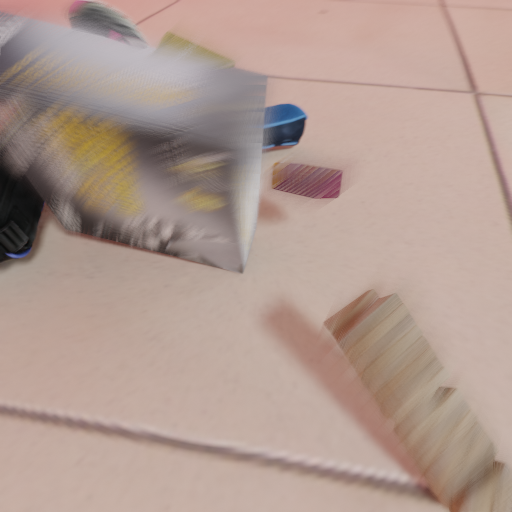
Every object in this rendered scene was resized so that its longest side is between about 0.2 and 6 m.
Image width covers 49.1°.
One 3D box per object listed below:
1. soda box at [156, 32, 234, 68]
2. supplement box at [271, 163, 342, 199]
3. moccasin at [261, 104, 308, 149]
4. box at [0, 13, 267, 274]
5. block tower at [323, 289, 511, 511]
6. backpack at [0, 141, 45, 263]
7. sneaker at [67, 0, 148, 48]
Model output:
[{"bbox_3d":[-0.995,-1.750,8.180,0.975,3.046,1.032,24,75,2],"label":"soda box"},{"bbox_3d":[0.688,-1.049,7.767,0.489,0.379,0.886,-6,17,-38],"label":"supplement box"},{"bbox_3d":[-0.225,-2.252,11.035,2.676,0.912,1.077,-10,45,-11],"label":"moccasin"},{"bbox_3d":[-1.402,-1.055,6.897,2.860,3.612,0.873,15,70,3],"label":"box"},{"bbox_3d":[1.527,1.372,5.194,0.600,0.642,2.220,-33,86,-15],"label":"block tower"},{"bbox_3d":[-4.692,-1.582,8.155,2.570,3.200,3.497,-17,32,4],"label":"backpack"},{"bbox_3d":[-1.976,-2.928,8.660,0.846,2.293,1.003,-35,27,13],"label":"sneaker"}]
